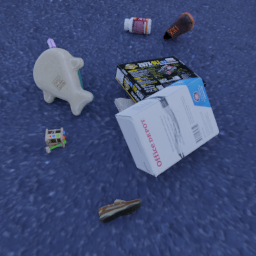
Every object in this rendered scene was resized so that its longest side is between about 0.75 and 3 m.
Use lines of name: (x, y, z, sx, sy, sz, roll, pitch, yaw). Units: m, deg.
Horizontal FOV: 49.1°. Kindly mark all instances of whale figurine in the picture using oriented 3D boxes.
whale figurine: (-2.460, -1.858, 11.382, 2.315, 1.510, 2.910, -46, 77, 15)

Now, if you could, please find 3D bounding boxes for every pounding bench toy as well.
pounding bench toy: (-2.560, 0.489, 9.993, 0.661, 0.526, 0.847, -5, 51, -5)

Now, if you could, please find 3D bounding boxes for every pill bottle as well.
pill bottle: (0.508, -5.341, 14.596, 1.331, 0.752, 0.752, 7, 51, 6)

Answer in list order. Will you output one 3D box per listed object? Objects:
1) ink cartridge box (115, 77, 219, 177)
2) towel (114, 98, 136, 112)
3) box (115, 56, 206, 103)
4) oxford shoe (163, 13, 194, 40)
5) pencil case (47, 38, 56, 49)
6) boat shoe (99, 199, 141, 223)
ink cartridge box: (1.338, -0.116, 9.263, 2.887, 2.094, 1.208, -30, 18, -22)
towel: (0.245, -0.695, 10.784, 1.525, 0.263, 1.011, 4, 46, -35)
box: (1.315, -1.945, 11.433, 2.946, 0.727, 2.352, -15, 46, -25)
oxford shoe: (2.398, -4.741, 13.432, 0.845, 2.331, 0.830, -40, 96, -11)
pencil case: (-3.766, -4.119, 13.869, 0.332, 0.338, 0.791, -17, 54, -19)
boat shoe: (-0.265, 2.387, 8.473, 1.339, 0.506, 0.494, -17, 50, -14)
